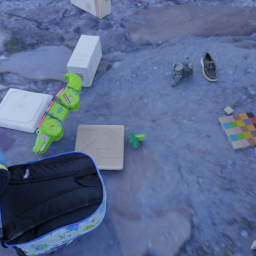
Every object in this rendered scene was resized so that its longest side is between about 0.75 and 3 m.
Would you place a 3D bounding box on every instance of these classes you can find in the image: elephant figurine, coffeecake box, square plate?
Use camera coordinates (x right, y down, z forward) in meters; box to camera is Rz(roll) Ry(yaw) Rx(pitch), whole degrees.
[{"bbox_3d":[2.061,-2.265,11.143,1.089,0.770,0.845,-18,25,6],"label":"elephant figurine"},{"bbox_3d":[-1.906,-6.643,13.702,2.184,1.677,0.798,35,61,23],"label":"coffeecake box"},{"bbox_3d":[-3.923,-0.736,10.244,1.812,0.258,1.795,11,55,7],"label":"square plate"}]

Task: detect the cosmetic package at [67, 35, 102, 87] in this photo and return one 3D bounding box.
[{"bbox_3d":[-1.678,-2.696,11.192,0.830,1.052,1.956,7,52,7],"label":"cosmetic package"}]

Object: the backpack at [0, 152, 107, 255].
[{"bbox_3d":[-1.816,1.883,7.296,2.517,1.850,2.303,-18,54,-7],"label":"backpack"}]

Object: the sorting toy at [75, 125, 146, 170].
[{"bbox_3d":[-0.562,0.637,9.186,2.302,0.339,1.701,1,57,0],"label":"sorting toy"}]

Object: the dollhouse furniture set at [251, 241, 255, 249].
[{"bbox_3d":[3.882,3.338,6.905,1.519,0.783,1.503,33,60,22],"label":"dollhouse furniture set"}]

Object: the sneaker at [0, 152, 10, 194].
[{"bbox_3d":[-3.683,1.514,6.580,2.732,0.901,1.071,-53,57,18],"label":"sneaker"}]

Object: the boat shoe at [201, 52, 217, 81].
[{"bbox_3d":[3.304,-2.511,11.418,0.518,0.459,1.415,-7,54,-5],"label":"boat shoe"}]

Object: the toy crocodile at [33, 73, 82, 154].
[{"bbox_3d":[-2.305,-0.469,9.184,0.901,0.985,2.917,29,80,-2],"label":"toy crocodile"}]

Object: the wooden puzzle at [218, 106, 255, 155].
[{"bbox_3d":[3.999,0.092,9.690,1.307,0.155,2.204,-11,54,-8],"label":"wooden puzzle"}]
